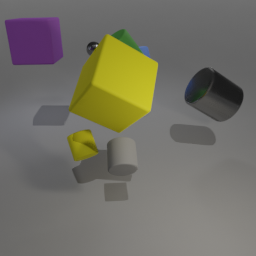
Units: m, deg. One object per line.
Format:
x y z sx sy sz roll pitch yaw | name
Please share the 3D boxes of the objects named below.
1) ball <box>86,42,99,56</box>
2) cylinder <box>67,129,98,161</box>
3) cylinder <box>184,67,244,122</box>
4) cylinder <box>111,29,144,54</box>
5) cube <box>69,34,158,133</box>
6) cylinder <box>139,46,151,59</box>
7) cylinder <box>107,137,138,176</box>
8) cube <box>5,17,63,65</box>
-1.610 -3.708 13.194 0.700 0.700 0.700 0 29 0 | ball
-1.255 0.482 7.760 0.700 0.700 0.700 -20 -9 -3 | cylinder
2.886 -1.115 9.488 1.400 1.400 1.400 26 22 -21 | cylinder
-0.230 -2.597 10.220 1.400 1.400 1.400 -31 31 21 | cylinder
-0.333 -0.948 6.455 1.400 1.400 1.400 24 58 -22 | cube
0.402 -2.905 13.018 1.400 1.400 1.400 -14 6 1 | cylinder
-0.141 0.679 6.627 0.700 0.700 0.700 -2 58 -4 | cylinder
-3.115 -2.985 9.542 1.400 1.400 1.400 -1 24 1 | cube
